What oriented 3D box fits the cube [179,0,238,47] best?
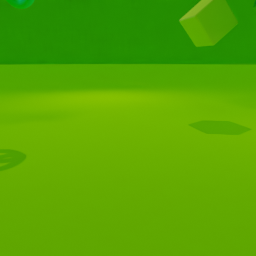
[{"bbox_3d":[2.311,-3.078,8.100,0.996,0.996,0.996,-42,21,-3],"label":"cube"}]

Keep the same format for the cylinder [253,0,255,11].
[{"bbox_3d":[3.629,-3.219,6.512,1.055,1.055,1.055,15,15,-4],"label":"cylinder"}]

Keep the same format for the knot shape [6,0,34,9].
[{"bbox_3d":[-2.378,-3.343,5.906,1.311,1.226,0.606,41,3,-29],"label":"knot shape"}]
